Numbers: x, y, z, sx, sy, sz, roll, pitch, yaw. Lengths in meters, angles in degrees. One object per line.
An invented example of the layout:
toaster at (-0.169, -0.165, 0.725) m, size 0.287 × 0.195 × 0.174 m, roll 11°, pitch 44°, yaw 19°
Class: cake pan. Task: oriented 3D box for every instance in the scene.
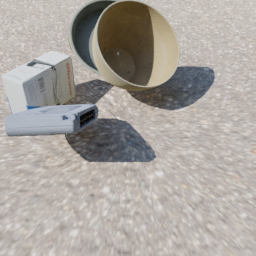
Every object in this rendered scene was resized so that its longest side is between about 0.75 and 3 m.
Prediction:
cake pan at (-0.558, -2.901, 9.203) m, size 2.724 × 0.500 × 2.724 m, roll 2°, pitch 81°, yaw -12°

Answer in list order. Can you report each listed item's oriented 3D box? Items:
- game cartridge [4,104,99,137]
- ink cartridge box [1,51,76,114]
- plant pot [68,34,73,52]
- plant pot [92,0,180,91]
game cartridge at (-1.606, -0.215, 6.149) m, size 1.532 × 0.470 × 2.301 m, roll 2°, pitch 10°, yaw 6°
ink cartridge box at (-2.385, -1.154, 7.818) m, size 0.788 × 1.352 × 1.870 m, roll 21°, pitch 42°, yaw 22°
plant pot at (-1.331, -3.296, 10.398) m, size 1.617 × 1.507 × 1.507 m, roll -8°, pitch 41°, yaw 9°
plant pot at (0.014, -2.072, 7.962) m, size 2.409 × 1.617 × 2.409 m, roll 5°, pitch 78°, yaw -23°
